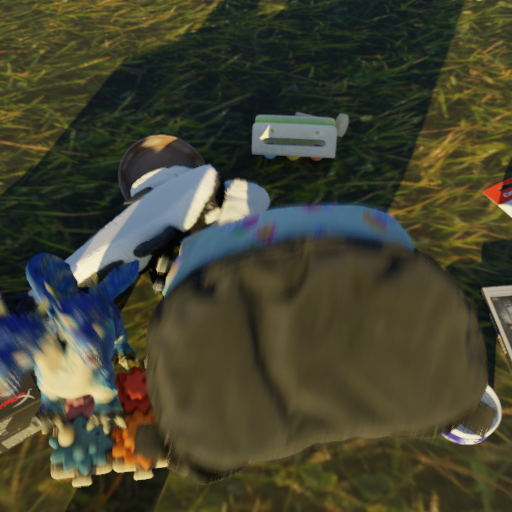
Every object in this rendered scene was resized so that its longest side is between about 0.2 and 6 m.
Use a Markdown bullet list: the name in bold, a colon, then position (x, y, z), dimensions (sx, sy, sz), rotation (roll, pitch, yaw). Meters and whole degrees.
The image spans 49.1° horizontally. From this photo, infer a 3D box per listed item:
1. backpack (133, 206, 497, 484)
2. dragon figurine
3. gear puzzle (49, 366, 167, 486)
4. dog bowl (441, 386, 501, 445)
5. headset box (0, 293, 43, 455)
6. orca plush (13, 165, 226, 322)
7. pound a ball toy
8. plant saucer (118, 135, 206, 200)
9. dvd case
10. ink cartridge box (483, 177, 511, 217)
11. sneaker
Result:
- **backpack**: position (0.403, 0.748, 7.087), dimensions (3.602, 4.316, 2.732), rotation (-2, 92, -6)
- **dragon figurine**: position (-2.322, 0.723, 7.606), dimensions (1.392, 2.352, 4.731), rotation (4, 23, -7)
- **gear puzzle**: position (-1.203, 2.253, 8.151), dimensions (3.408, 0.446, 1.765), rotation (-2, 42, -14)
- **dog bowl**: position (3.121, 2.303, 8.438), dimensions (0.988, 0.389, 0.988), rotation (0, 52, 0)
- **headset box**: position (-4.618, 1.647, 8.337), dimensions (2.202, 1.143, 2.959), rotation (-27, 63, -20)
- **orca plush**: position (-1.963, 0.174, 9.429), dimensions (3.990, 1.418, 2.099), rotation (-45, 34, -17)
- **pound a ball toy**: position (0.980, -2.565, 12.138), dimensions (2.047, 0.870, 1.335), rotation (3, 26, 3)
- **plant saucer**: position (-1.824, -1.498, 11.075), dimensions (1.768, 0.304, 1.768), rotation (4, 77, -17)
- **dvd case**: position (4.662, 1.230, 9.400), dimensions (1.288, 0.212, 1.713), rotation (-4, 51, -3)
- **ink cartridge box**: position (5.424, -1.150, 11.222), dimensions (1.071, 0.376, 1.318), rotation (-25, 60, -18)
- **sneaker**: position (-1.073, -0.830, 10.448), dimensions (2.637, 1.028, 1.310), rotation (7, 59, -3)
